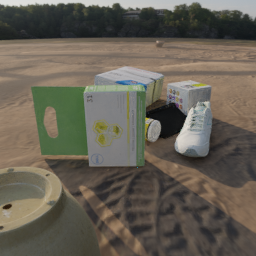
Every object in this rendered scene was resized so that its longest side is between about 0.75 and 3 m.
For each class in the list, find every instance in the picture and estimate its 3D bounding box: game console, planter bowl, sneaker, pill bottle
[{"bbox_3d":[1.166,-0.200,10.502,1.909,1.111,1.679,-20,0,-41],"label":"game console"},{"bbox_3d":[-1.630,1.643,4.062,2.542,1.711,2.542,1,22,0],"label":"planter bowl"},{"bbox_3d":[2.129,-0.033,8.860,1.020,1.162,2.901,9,25,16],"label":"sneaker"},{"bbox_3d":[0.366,-0.026,9.340,1.311,0.729,0.729,16,27,32],"label":"pill bottle"}]

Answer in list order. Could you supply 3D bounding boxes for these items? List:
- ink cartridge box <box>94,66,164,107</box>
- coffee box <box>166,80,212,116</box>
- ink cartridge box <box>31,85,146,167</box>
[{"bbox_3d":[0.121,-1.816,12.670,2.133,1.242,2.949,19,27,21],"label":"ink cartridge box"},{"bbox_3d":[2.430,-1.143,11.342,1.266,1.264,1.252,-14,26,-30],"label":"coffee box"},{"bbox_3d":[-1.043,-0.038,7.495,2.989,2.175,0.717,-1,24,-2],"label":"ink cartridge box"}]
